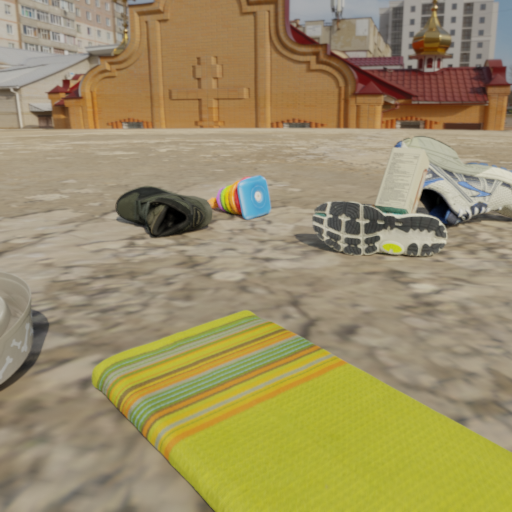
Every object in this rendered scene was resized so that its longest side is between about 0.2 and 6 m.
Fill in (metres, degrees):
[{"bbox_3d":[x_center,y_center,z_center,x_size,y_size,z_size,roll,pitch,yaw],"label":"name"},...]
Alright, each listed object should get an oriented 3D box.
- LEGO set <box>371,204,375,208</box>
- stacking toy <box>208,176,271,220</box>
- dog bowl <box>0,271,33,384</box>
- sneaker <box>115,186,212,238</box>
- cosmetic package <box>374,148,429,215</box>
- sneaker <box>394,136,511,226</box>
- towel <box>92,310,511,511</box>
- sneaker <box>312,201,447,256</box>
[{"bbox_3d":[2.878,-1.123,11.728,1.488,0.684,0.554,-39,15,-22],"label":"LEGO set"},{"bbox_3d":[-0.497,-1.184,11.772,1.515,0.831,0.879,-2,13,43],"label":"stacking toy"},{"bbox_3d":[-2.615,0.711,4.649,1.565,0.459,1.565,-4,30,3],"label":"dog bowl"},{"bbox_3d":[-1.905,-0.823,10.135,1.981,0.757,1.135,12,14,24],"label":"sneaker"},{"bbox_3d":[2.403,-1.175,9.189,0.568,1.099,0.480,12,-16,33],"label":"cosmetic package"},{"bbox_3d":[3.817,-1.090,10.554,3.030,1.291,1.168,18,-12,-12],"label":"sneaker"},{"bbox_3d":[0.370,1.275,3.625,1.633,0.343,3.796,-17,23,-32],"label":"towel"},{"bbox_3d":[1.911,-0.373,8.854,2.091,0.811,0.833,11,7,6],"label":"sneaker"}]
